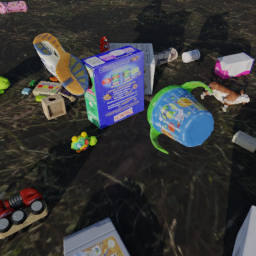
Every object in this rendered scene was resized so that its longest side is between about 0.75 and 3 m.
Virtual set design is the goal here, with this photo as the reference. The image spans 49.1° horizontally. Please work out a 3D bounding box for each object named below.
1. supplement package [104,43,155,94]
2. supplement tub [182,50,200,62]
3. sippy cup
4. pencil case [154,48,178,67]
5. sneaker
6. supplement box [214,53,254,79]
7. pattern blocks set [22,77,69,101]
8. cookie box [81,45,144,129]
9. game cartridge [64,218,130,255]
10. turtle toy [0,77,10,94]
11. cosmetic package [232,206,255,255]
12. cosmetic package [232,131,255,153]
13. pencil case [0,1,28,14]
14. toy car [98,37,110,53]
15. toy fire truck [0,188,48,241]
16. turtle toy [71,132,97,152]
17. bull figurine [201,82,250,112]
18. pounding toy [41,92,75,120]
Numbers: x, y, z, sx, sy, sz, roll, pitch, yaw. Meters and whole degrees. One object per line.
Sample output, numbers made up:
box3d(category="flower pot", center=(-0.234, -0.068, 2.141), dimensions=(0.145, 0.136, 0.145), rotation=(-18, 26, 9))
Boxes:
box3d(category="supplement package", center=(-0.013, -2.761, 13.139), dimensions=(2.301, 1.746, 1.733), rotation=(0, 48, -2))
box3d(category="supplement tub", center=(3.518, -4.013, 15.618), dimensions=(0.858, 0.566, 0.566), rotation=(-19, 44, -21))
box3d(category="sippy cup", center=(1.513, -0.252, 7.678), dimensions=(1.522, 1.938, 1.420), rotation=(-11, 33, -26))
box3d(category="pencil case", center=(1.815, -3.855, 15.327), dimensions=(1.779, 0.692, 0.795), rotation=(-24, 40, -26))
box3d(category="sneaker", center=(-2.349, -2.222, 10.347), dimensions=(1.039, 1.216, 2.760), rotation=(-34, 78, -14))
box3d(category="supplement box", center=(5.471, -3.216, 14.476), dimensions=(1.679, 0.849, 0.868), rotation=(-15, 43, -16))
box3d(category="pattern blocks set", center=(-3.790, -1.869, 13.426), dimensions=(2.241, 0.182, 1.970), rotation=(14, 43, 15))
box3d(category="cookie box", center=(-0.543, -1.618, 11.198), dimensions=(2.316, 2.708, 1.017), rotation=(-25, 43, -27))
box3d(category="game cartridge", center=(-0.681, 3.533, 7.033), dimensions=(1.577, 0.492, 2.368), rotation=(-16, 43, -24))
box3d(category="turtle toy", center=(-6.356, -1.968, 13.018), dimensions=(1.713, 0.866, 1.248), rotation=(-2, 41, -3))
box3d(category="cosmetic package", center=(3.604, 3.529, 6.170), dimensions=(2.483, 1.526, 2.475), rotation=(19, 44, 21))
box3d(category="cosmetic package", center=(4.467, 0.506, 10.592), dimensions=(0.461, 0.311, 0.876), rotation=(-31, 50, -31))
box3d(category="pencil case", center=(-3.927, -4.128, 9.580), dimensions=(0.925, 0.383, 0.400), rotation=(-29, 90, -41))
box3d(category="toy car", center=(-1.134, -2.927, 12.280), dimensions=(0.389, 1.641, 1.744), rotation=(17, 34, -39))
box3d(category="toy fire truck", center=(-3.311, 2.249, 8.228), dimensions=(1.448, 1.058, 1.645), rotation=(-25, 57, -25))
box3d(category="turtle toy", center=(-1.631, 0.539, 10.337), dimensions=(1.010, 0.736, 0.510), rotation=(-27, 67, -28))
box3d(category="bull figurine", center=(4.326, -1.421, 12.548), dimensions=(1.237, 0.663, 2.037), rotation=(-33, 51, -32))
box3d(category="pounding toy", center=(-2.945, -1.154, 11.864), dimensions=(1.303, 1.145, 0.596), rotation=(-22, 46, -24))
